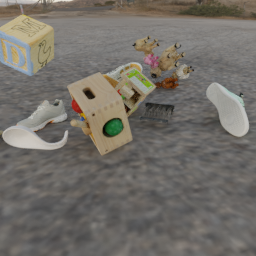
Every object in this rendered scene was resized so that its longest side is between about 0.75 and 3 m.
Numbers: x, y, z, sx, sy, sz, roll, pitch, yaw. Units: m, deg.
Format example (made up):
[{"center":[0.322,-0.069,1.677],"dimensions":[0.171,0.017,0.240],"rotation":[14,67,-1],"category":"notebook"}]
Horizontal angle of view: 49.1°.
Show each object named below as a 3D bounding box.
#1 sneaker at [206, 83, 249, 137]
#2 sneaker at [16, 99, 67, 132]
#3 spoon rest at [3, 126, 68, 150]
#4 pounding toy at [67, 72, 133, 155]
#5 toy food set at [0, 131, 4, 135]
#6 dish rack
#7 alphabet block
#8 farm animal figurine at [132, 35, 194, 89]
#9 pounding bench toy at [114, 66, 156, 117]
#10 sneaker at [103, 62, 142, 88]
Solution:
[{"center":[3.399,-0.511,8.682],"dimensions":[1.284,0.801,2.176],"rotation":[17,38,-28],"category":"sneaker"},{"center":[-2.654,-0.441,8.548],"dimensions":[0.619,0.752,1.636],"rotation":[21,34,39],"category":"sneaker"},{"center":[-2.248,0.262,6.855],"dimensions":[1.526,0.758,0.463],"rotation":[3,49,-15],"category":"spoon rest"},{"center":[-0.801,-0.277,6.866],"dimensions":[1.295,1.677,1.821],"rotation":[-26,44,-12],"category":"pounding toy"},{"center":[-3.915,0.269,7.382],"dimensions":[0.996,0.290,1.443],"rotation":[9,27,34],"category":"toy food set"},{"center":[0.923,-0.474,8.975],"dimensions":[1.016,0.361,1.324],"rotation":[7,18,15],"category":"dish rack"},{"center":[-3.795,-3.103,10.490],"dimensions":[1.465,1.458,1.492],"rotation":[26,50,7],"category":"alphabet block"},{"center":[1.382,-2.838,12.002],"dimensions":[2.447,2.474,1.290],"rotation":[-37,14,-35],"category":"farm animal figurine"},{"center":[-0.093,-1.012,8.940],"dimensions":[1.012,1.271,1.629],"rotation":[43,33,2],"category":"pounding bench toy"},{"center":[-0.424,-1.911,11.010],"dimensions":[2.273,0.860,0.996],"rotation":[-17,17,22],"category":"sneaker"}]
